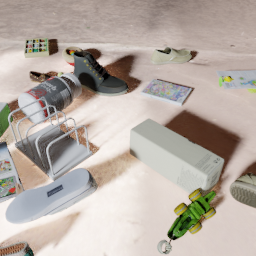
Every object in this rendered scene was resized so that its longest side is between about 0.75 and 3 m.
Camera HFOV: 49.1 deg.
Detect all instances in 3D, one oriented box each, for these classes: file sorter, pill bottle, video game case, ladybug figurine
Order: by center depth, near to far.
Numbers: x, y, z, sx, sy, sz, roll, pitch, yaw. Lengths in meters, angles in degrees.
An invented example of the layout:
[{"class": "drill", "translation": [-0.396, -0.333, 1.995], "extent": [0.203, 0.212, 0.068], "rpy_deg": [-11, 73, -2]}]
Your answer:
[{"class": "file sorter", "translation": [-2.544, 0.255, 9.106], "extent": [2.287, 1.424, 1.587], "rpy_deg": [31, 48, 32]}, {"class": "pill bottle", "translation": [-2.979, -1.228, 11.003], "extent": [1.327, 1.327, 2.290], "rpy_deg": [23, 44, 26]}, {"class": "video game case", "translation": [1.693, -1.603, 12.383], "extent": [1.902, 0.171, 1.362], "rpy_deg": [19, 42, 21]}, {"class": "ladybug figurine", "translation": [-2.811, -3.697, 14.606], "extent": [1.164, 0.617, 1.715], "rpy_deg": [-11, 40, -13]}]

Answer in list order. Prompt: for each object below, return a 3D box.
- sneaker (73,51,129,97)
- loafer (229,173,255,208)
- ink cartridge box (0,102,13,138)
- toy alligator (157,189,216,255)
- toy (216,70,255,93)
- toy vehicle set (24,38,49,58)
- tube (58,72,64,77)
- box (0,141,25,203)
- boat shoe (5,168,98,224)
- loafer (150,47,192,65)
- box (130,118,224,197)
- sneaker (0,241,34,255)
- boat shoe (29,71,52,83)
[{"class": "sneaker", "translation": [-1.295, -2.388, 12.290], "extent": [2.819, 1.497, 1.054], "rpy_deg": [17, 42, 20]}, {"class": "loafer", "translation": [4.126, 1.860, 7.454], "extent": [2.627, 0.994, 0.897], "rpy_deg": [22, 50, 25]}, {"class": "ink cartridge box", "translation": [-5.370, 0.243, 9.525], "extent": [1.552, 0.886, 2.989], "rpy_deg": [4, 39, 5]}, {"class": "toy alligator", "translation": [1.459, 2.363, 7.196], "extent": [2.297, 0.552, 0.761], "rpy_deg": [-32, 79, -29]}, {"class": "toy", "translation": [5.375, -1.990, 12.501], "extent": [2.665, 0.629, 1.535], "rpy_deg": [1, 41, -2]}, {"class": "toy vehicle set", "translation": [-5.198, -4.602, 15.999], "extent": [1.303, 0.278, 2.096], "rpy_deg": [-9, 40, -11]}, {"class": "tube", "translation": [-3.049, -2.225, 13.092], "extent": [0.321, 0.287, 1.107], "rpy_deg": [-38, 45, 14]}, {"class": "box", "translation": [-4.424, 1.551, 7.390], "extent": [2.881, 1.586, 0.500], "rpy_deg": [-20, 7, -23]}, {"class": "boat shoe", "translation": [-1.986, 1.959, 7.470], "extent": [2.515, 0.822, 0.925], "rpy_deg": [-23, 49, 5]}, {"class": "loafer", "translation": [2.306, -3.827, 14.629], "extent": [2.315, 0.790, 0.876], "rpy_deg": [-13, 41, -16]}, {"class": "box", "translation": [1.366, 0.871, 8.565], "extent": [2.820, 1.159, 0.964], "rpy_deg": [33, 48, 32]}, {"class": "sneaker", "translation": [-2.815, 3.044, 6.415], "extent": [1.432, 0.572, 0.511], "rpy_deg": [-16, 20, 14]}, {"class": "boat shoe", "translation": [-3.974, -2.327, 13.032], "extent": [1.404, 0.494, 0.494], "rpy_deg": [11, 38, 12]}]
